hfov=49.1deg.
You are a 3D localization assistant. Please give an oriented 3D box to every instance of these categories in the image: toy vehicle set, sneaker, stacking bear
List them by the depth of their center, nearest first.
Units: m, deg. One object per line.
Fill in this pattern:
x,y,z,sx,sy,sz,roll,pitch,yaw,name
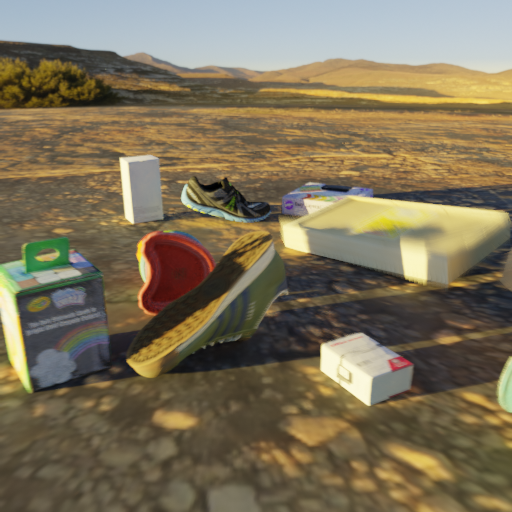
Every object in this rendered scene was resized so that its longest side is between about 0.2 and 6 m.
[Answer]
-0.443,0.841,7.254,2.419,1.086,0.811,-45,39,-20,sneaker
-1.435,0.083,9.192,1.167,1.246,2.053,1,11,-19,stacking bear
2.594,-0.464,10.804,2.272,0.485,3.657,-25,26,-37,toy vehicle set
-0.624,-1.335,13.098,2.181,0.904,0.773,13,13,-19,sneaker

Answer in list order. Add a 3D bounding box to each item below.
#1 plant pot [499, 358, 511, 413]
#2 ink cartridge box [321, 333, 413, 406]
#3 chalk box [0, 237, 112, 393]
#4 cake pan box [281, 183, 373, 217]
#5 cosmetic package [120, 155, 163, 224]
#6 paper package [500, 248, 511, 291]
3.392,1.306,4.924,1.696,1.696,1.594,-9,35,-25,plant pot
1.283,1.312,6.622,0.651,0.373,0.896,-11,22,-29,ink cartridge box
-2.468,0.570,6.771,1.040,1.671,1.034,-13,23,-32,chalk box
1.842,-1.378,14.150,1.826,0.518,1.982,12,22,25,cake pan box
-2.687,-1.573,13.200,0.796,1.479,0.627,-10,22,-27,cosmetic package
5.120,0.297,7.231,2.780,1.438,2.650,7,20,-4,paper package
